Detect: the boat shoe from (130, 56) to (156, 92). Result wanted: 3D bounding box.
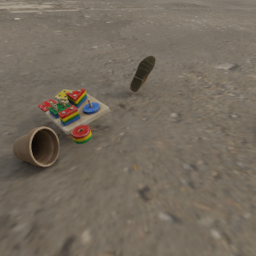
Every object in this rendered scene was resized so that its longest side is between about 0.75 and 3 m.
[{"bbox_3d":[0.450,-1.787,9.222,0.466,1.295,0.440,35,-2,0],"label":"boat shoe"}]

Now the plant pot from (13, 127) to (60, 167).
[{"bbox_3d":[-2.068,0.425,6.134,0.763,0.875,0.875,-5,26,30],"label":"plant pot"}]

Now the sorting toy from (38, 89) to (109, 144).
[{"bbox_3d":[-1.357,-0.554,6.981,1.216,0.427,2.523,-32,41,-24],"label":"sorting toy"}]
